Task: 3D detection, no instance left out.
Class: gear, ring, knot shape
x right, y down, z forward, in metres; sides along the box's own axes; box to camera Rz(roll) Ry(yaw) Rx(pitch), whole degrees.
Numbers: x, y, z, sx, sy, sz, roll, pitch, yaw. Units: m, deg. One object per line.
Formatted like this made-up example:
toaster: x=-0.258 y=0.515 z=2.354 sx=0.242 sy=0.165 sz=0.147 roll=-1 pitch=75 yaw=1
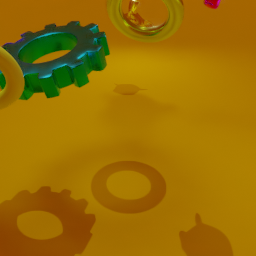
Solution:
gear: x=-1.379 y=-1.295 z=5.050 sx=2.050 sy=0.379 sz=2.050 roll=-7 pitch=43 yaw=6
ring: x=0.351 y=-2.487 z=5.954 sx=1.677 sy=1.677 sz=0.335 roll=8 pitch=64 yaw=14
knot shape: x=-2.314 y=-0.482 z=4.142 sx=1.585 sy=1.483 sz=0.732 roll=5 pitch=-2 yaw=27

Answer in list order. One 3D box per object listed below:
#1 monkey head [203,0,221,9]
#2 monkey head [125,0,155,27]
monkey head: x=1.752 y=-2.443 z=4.633 sx=0.835 sy=0.997 sz=1.385 roll=2 pitch=35 yaw=-28
monkey head: x=0.231 y=-4.139 z=10.571 sx=1.578 sy=1.135 sz=0.951 roll=20 pitch=15 yaw=20
